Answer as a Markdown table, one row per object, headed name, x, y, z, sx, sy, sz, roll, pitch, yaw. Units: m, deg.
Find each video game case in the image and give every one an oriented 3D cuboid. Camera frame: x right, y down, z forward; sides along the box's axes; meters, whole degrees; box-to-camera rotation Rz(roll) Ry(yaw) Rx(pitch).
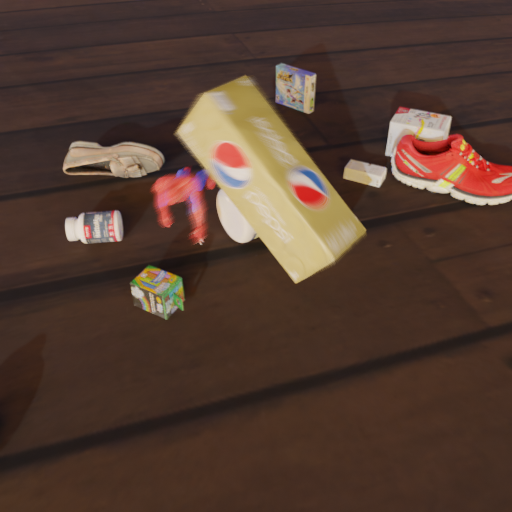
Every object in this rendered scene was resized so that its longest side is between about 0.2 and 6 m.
| name | x | y | z | sx | sy | sz | roll | pitch | yaw |
| --- | --- | --- | --- | --- | --- | --- | --- | --- | --- |
| video game case | 1.099 | -4.753 | 15.915 | 1.224 | 1.110 | 0.278 | 28 | 47 | 29 |

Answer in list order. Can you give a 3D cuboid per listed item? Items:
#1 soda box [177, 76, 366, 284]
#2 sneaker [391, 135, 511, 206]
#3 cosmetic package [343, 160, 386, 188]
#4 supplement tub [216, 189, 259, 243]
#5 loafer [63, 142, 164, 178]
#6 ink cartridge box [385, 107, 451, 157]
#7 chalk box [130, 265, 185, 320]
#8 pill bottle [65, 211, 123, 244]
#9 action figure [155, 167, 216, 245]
| name | x | y | z | sx | sy | sz | roll | pitch | yaw |
| --- | --- | --- | --- | --- | --- | --- | --- | --- | --- |
| soda box | 0.265 | -1.342 | 10.037 | 1.140 | 1.206 | 3.561 | -37 | 90 | -40 |
| sneaker | 4.558 | -2.019 | 12.436 | 3.054 | 1.297 | 1.176 | 12 | 41 | 15 |
| cosmetic package | 2.544 | -1.936 | 13.111 | 0.894 | 0.331 | 0.455 | 18 | 43 | 19 |
| supplement tub | 0.159 | -1.067 | 11.360 | 1.645 | 1.193 | 1.193 | -24 | 45 | -26 |
| loafer | -3.348 | -2.120 | 13.068 | 2.462 | 0.885 | 0.774 | 7 | 58 | 18 |
| ink cartridge box | 4.015 | -2.964 | 13.861 | 1.325 | 0.958 | 0.963 | 16 | 42 | 19 |
| chalk box | -1.627 | 0.660 | 9.758 | 0.927 | 0.578 | 0.574 | 20 | 44 | 20 |
| pill bottle | -3.236 | -0.564 | 11.209 | 1.032 | 0.617 | 0.617 | -5 | 40 | -4 |
| action figure | -1.350 | -1.010 | 10.900 | 0.872 | 1.323 | 2.673 | 0 | 11 | 6 |
